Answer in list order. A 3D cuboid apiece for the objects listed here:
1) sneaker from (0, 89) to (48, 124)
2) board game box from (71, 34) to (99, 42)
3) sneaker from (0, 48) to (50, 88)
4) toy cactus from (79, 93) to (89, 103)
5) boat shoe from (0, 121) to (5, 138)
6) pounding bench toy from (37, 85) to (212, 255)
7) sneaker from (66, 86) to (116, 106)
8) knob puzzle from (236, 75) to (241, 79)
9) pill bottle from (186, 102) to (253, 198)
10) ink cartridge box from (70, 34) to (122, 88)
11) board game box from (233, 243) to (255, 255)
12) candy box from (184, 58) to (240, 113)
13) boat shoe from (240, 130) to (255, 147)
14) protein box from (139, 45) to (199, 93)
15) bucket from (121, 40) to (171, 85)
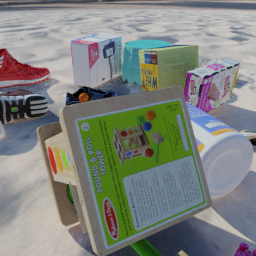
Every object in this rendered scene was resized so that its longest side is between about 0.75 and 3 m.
[{"bbox_3d":[-3.985,-0.741,8.924,2.566,0.971,1.482,-4,21,-30],"label":"sneaker"},{"bbox_3d":[-2.001,-3.631,13.589,0.370,1.528,2.020,11,30,21],"label":"board game box"},{"bbox_3d":[-4.523,-2.596,11.681,2.536,1.465,0.994,-20,34,-33],"label":"sneaker"},{"bbox_3d":[-0.356,-0.152,7.589,2.093,1.297,2.536,29,29,27],"label":"toy cactus"},{"bbox_3d":[-4.183,0.121,7.504,1.592,0.545,0.573,-9,29,-16],"label":"boat shoe"},{"bbox_3d":[-0.135,1.084,4.582,1.792,2.885,2.250,-14,-1,-27],"label":"pounding bench toy"},{"bbox_3d":[-1.182,-1.054,9.453,0.730,0.811,2.083,22,35,37],"label":"sneaker"},{"bbox_3d":[4.051,-2.222,12.326,1.517,0.210,1.517,0,28,0],"label":"knob puzzle"},{"bbox_3d":[1.333,0.248,6.309,1.444,1.444,2.577,-11,29,-21],"label":"pill bottle"},{"bbox_3d":[-1.248,-2.941,12.015,1.021,1.753,2.422,15,31,26],"label":"ink cartridge box"},{"bbox_3d":[1.963,2.460,3.392,1.853,0.240,1.853,20,34,33],"label":"board game box"},{"bbox_3d":[2.630,-1.292,8.914,2.038,1.390,0.622,-26,43,-35],"label":"candy box"},{"bbox_3d":[3.543,0.346,7.251,1.225,0.458,0.419,3,32,21],"label":"boat shoe"},{"bbox_3d":[1.465,-1.965,9.969,1.747,1.760,1.188,-15,22,-25],"label":"protein box"},{"bbox_3d":[0.846,-2.932,12.281,2.342,1.524,2.342,1,28,0],"label":"bucket"}]
